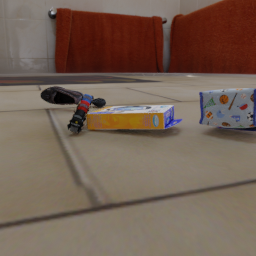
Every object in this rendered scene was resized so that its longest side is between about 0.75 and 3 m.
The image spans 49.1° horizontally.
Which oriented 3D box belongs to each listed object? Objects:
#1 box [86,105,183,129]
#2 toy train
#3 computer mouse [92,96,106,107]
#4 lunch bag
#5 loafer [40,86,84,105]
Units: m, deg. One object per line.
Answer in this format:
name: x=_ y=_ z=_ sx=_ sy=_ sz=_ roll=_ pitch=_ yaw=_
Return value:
box: x=0.258 y=-0.335 z=8.176 sx=2.543 sy=0.528 sz=1.514 roll=-2 pitch=11 yaw=19
toy train: x=-1.388 y=-0.548 z=8.438 sx=0.422 sy=0.567 sz=2.476 roll=19 pitch=21 yaw=-8
computer mouse: x=-1.515 y=-1.169 z=12.421 sx=0.519 sy=0.301 sz=1.770 roll=-26 pitch=27 yaw=-26
lunch bag: x=3.049 y=-0.491 z=7.752 sx=1.551 sy=1.130 sz=1.825 roll=5 pitch=6 yaw=39
loafer: x=-2.728 y=-1.259 z=11.225 sx=2.002 sy=0.719 sz=0.630 roll=8 pitch=18 yaw=19
